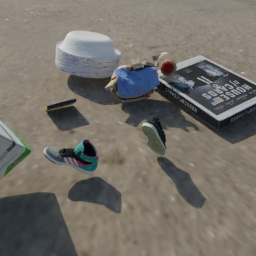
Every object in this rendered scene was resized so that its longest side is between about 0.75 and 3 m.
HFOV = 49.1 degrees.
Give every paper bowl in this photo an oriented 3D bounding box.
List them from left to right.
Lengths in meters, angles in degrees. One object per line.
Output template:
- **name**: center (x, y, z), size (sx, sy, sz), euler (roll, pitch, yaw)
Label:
- **paper bowl**: center (-1.275, -2.475, 9.126), size (2.088, 1.086, 2.088), euler (8, 28, -4)

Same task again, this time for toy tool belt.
- **toy tool belt**: center (0.389, -1.399, 7.710), size (1.958, 1.222, 1.203), euler (-17, 8, 13)

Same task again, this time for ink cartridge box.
- **ink cartridge box**: center (-2.578, 0.455, 4.505), size (1.444, 1.970, 0.818), euler (-43, 84, -13)

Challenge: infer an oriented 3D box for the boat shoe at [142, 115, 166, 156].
- **boat shoe**: center (0.609, 0.154, 5.883), size (0.445, 1.191, 0.395), euler (14, 61, 34)

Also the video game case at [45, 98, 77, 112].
- **video game case**: center (-1.828, -0.618, 7.559), size (0.789, 0.101, 0.713), euler (-18, 4, -20)

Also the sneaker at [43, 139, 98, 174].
- **sneaker**: center (-1.051, 0.465, 5.467), size (1.097, 0.662, 0.459), euler (21, 35, -12)

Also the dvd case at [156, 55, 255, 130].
- **dvd case**: center (2.317, -1.190, 8.161), size (2.191, 0.361, 2.916), euler (-23, 44, -24)
